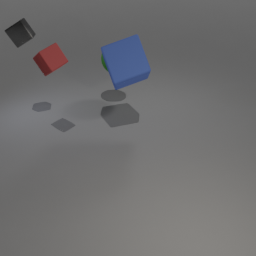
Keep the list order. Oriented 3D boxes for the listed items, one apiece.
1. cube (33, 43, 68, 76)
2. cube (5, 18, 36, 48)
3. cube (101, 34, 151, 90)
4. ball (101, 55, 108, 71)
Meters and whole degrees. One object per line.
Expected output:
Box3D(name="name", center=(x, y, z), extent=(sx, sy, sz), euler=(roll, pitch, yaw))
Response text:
Box3D(name="cube", center=(-2.506, -2.207, 9.062), extent=(0.700, 0.700, 0.700), euler=(-42, 19, -30))
Box3D(name="cube", center=(-3.872, -3.440, 10.112), extent=(0.700, 0.700, 0.700), euler=(-29, 29, 8))
Box3D(name="cube", center=(-0.080, -2.392, 10.435), extent=(1.400, 1.400, 1.400), euler=(-20, -1, -1))
Box3D(name="ball", center=(-0.525, -3.166, 12.807), extent=(1.400, 1.400, 1.400), euler=(0, 31, 0))
